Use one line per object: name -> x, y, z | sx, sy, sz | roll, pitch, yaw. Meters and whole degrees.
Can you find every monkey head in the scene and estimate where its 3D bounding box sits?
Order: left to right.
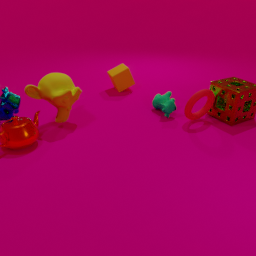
monkey head -> -2.137, -0.942, 8.446 | 1.148, 1.371, 1.905 | 30, 27, 20

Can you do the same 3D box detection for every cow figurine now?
cow figurine -> -3.712, -0.626, 8.243 | 1.278, 1.258, 0.702 | -5, 61, 7
cow figurine -> 1.181, -0.774, 9.386 | 1.043, 0.573, 1.026 | -4, 37, 43

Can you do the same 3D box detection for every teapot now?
teapot -> -2.897, 0.041, 7.502 | 1.028, 0.809, 1.653 | 9, 28, 28

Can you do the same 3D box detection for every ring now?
ring -> 2.212, -0.712, 8.647 | 1.110, 1.110, 0.222 | -15, 46, -27

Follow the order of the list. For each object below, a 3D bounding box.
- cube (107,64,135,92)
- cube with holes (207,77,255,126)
cube -> -0.281, -2.031, 11.331 | 0.754, 0.754, 0.754 | -29, 33, -5
cube with holes -> 3.358, -0.890, 8.962 | 1.104, 1.104, 1.104 | -15, 33, -28
